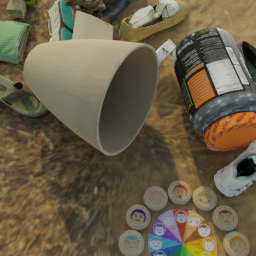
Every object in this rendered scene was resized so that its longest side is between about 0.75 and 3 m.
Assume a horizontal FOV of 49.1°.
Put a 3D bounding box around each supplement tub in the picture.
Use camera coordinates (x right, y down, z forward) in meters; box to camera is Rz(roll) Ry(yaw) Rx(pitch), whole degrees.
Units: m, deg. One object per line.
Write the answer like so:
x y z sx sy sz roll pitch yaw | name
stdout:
2.183 -0.936 6.879 1.689 1.689 2.757 -8 61 -4 | supplement tub

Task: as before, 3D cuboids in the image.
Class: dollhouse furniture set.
-4.070 -3.559 8.411 1.922 1.472 2.934 2 64 1 | dollhouse furniture set

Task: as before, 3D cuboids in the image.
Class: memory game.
1.220 2.540 6.108 2.879 0.183 2.879 0 63 0 | memory game

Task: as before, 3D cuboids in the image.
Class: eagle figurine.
-0.944 -4.259 8.785 1.863 1.873 2.469 -17 36 25 | eagle figurine

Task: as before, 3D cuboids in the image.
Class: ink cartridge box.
0.888 -2.049 7.903 0.295 0.501 0.870 47 74 -9 | ink cartridge box

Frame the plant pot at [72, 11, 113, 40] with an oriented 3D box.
-1.000 -2.434 8.072 1.075 1.215 1.213 4 63 -6 | plant pot

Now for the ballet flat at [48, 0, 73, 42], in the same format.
-2.029 -2.831 8.562 0.784 0.848 2.515 -25 57 25 | ballet flat

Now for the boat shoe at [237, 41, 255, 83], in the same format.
3.667 -1.159 7.520 1.013 0.932 2.836 -25 66 -12 | boat shoe

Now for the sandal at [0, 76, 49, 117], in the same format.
-2.997 -0.922 7.501 2.031 0.580 0.807 23 59 0 | sandal

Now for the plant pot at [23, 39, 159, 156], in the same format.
-1.062 -1.084 6.799 2.773 2.597 2.597 24 66 23 | plant pot

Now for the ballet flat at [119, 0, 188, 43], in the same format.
0.900 -3.491 8.733 2.688 0.847 0.922 -35 69 -16 | ballet flat

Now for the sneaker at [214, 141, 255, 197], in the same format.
3.080 0.736 6.612 2.258 0.915 0.848 -35 67 -18 | sneaker
